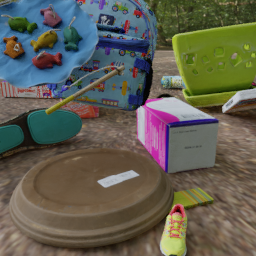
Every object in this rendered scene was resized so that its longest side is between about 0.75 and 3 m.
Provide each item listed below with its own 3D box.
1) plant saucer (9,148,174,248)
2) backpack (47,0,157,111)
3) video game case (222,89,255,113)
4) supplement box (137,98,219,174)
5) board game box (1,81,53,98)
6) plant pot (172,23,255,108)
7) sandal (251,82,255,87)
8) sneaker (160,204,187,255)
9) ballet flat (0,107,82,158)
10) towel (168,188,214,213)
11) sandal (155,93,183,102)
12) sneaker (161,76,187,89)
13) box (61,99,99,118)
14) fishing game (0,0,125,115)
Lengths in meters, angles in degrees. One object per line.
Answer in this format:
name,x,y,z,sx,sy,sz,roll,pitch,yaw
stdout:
plant saucer,-0.576,0.917,4.668,2.667,0.393,2.667,-1,18,0
backpack,-0.364,-1.396,4.810,1.818,1.991,1.340,14,10,2
video game case,3.941,-0.848,8.022,2.040,0.249,2.853,-9,-5,10
supplement box,0.972,0.046,6.279,1.052,1.075,2.079,-6,21,-13
board game box,-4.028,-2.037,13.017,2.250,0.688,2.970,2,19,7
plant pot,3.140,-2.212,10.167,2.796,2.550,2.810,-6,14,10
sandal,5.452,-1.961,13.073,0.868,0.521,2.313,-11,22,-30
sneaker,0.605,1.301,3.628,0.333,0.384,0.851,5,21,10
ballet flat,-2.473,0.105,6.544,2.794,0.948,1.052,-18,10,-38
towel,0.813,1.174,4.494,1.042,0.094,0.448,-7,16,-19
sandal,1.218,-0.648,8.758,1.099,0.790,2.767,6,20,17
sneaker,2.280,-2.182,13.523,1.146,0.698,1.756,-6,10,-22
box,-1.766,-1.285,9.880,1.192,1.293,2.519,-4,18,-11
fishing game,-1.236,-1.291,3.809,1.654,0.359,2.310,-29,71,-15
